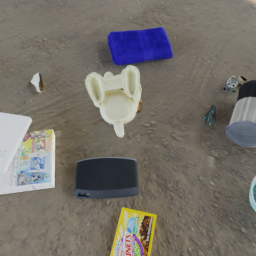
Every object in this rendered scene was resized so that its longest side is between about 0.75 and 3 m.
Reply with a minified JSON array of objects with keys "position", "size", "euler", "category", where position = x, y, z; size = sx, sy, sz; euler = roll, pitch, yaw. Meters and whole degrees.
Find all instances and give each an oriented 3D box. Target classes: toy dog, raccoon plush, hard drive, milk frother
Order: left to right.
[{"position":[-4.659,0.463,10.196],"size":[1.501,0.299,2.277],"euler":[9,55,9],"category":"hard drive"},{"position":[-0.757,1.690,9.829],"size":[2.226,0.471,1.501],"euler":[-2,54,-1],"category":"hard drive"},{"position":[-0.176,-1.015,10.485],"size":[1.824,2.614,2.535],"euler":[-18,90,6],"category":"toy dog"},{"position":[4.598,-2.140,12.402],"size":[0.569,0.788,1.176],"euler":[9,55,7],"category":"raccoon plush"},{"position":[5.001,-0.880,10.332],"size":[2.237,2.478,2.331],"euler":[9,53,28],"category":"milk frother"}]

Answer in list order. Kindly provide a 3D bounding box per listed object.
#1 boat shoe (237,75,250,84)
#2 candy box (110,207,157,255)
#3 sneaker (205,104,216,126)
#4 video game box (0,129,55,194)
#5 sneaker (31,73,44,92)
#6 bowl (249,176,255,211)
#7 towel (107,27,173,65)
[{"position":[5.367,-2.026,12.614],"size":[0.348,0.314,0.966],"euler":[-29,59,-19],"category":"boat shoe"},{"position":[0.113,3.651,8.525],"size":[1.166,0.301,2.281],"euler":[9,55,9],"category":"candy box"},{"position":[3.397,-0.566,11.514],"size":[0.419,0.399,1.057],"euler":[9,54,9],"category":"sneaker"},{"position":[-3.727,1.175,10.174],"size":[2.071,0.532,2.273],"euler":[-8,55,-2],"category":"video game box"},{"position":[-4.093,-1.968,12.595],"size":[0.465,0.400,1.098],"euler":[-23,54,9],"category":"sneaker"},{"position":[4.673,2.271,9.085],"size":[1.687,0.883,1.687],"euler":[0,63,0],"category":"bowl"},{"position":[0.568,-4.157,13.887],"size":[2.983,0.739,2.203],"euler":[-11,54,-8],"category":"towel"}]
